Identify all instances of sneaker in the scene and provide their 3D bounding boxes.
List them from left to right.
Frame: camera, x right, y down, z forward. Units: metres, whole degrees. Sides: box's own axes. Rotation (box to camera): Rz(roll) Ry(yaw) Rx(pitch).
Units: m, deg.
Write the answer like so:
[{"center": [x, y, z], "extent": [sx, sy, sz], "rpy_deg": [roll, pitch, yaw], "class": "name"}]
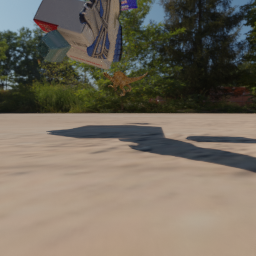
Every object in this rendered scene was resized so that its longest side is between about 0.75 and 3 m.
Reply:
[{"center": [-0.636, -2.676, 6.275], "extent": [0.995, 2.336, 0.900], "rpy_deg": [-1, 13, 0], "class": "sneaker"}]

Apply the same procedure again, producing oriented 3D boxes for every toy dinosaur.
[{"center": [-0.194, -1.981, 12.155], "extent": [2.104, 1.064, 0.612], "rpy_deg": [7, 39, 19], "class": "toy dinosaur"}]

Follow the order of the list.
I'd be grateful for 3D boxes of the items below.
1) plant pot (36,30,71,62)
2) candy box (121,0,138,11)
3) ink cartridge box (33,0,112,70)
[{"center": [-2.562, -2.676, 9.298], "extent": [0.796, 0.794, 0.811], "rpy_deg": [-42, -1, 34], "class": "plant pot"}, {"center": [-0.146, -3.963, 8.893], "extent": [0.893, 0.407, 1.056], "rpy_deg": [-7, 21, 6], "class": "candy box"}, {"center": [-1.833, -3.560, 10.685], "extent": [2.072, 1.178, 2.844], "rpy_deg": [20, -7, 18], "class": "ink cartridge box"}]
